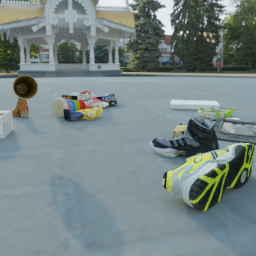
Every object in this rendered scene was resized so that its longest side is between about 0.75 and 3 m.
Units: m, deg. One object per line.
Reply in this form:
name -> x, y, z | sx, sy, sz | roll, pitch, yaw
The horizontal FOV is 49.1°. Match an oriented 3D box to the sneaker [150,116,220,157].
sneaker -> 1.445, 0.204, 7.145 | 1.873, 1.066, 0.707 | 8, 15, 31

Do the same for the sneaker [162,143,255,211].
sneaker -> 1.635, 0.723, 5.329 | 2.393, 0.902, 0.914 | -10, 17, -42

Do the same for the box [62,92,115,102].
box -> -2.379, -1.820, 17.047 | 2.690, 0.536, 1.842 | 5, 14, 19

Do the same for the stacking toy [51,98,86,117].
stacking toy -> -2.615, -0.975, 13.142 | 0.871, 0.871, 2.041 | 6, 8, 25

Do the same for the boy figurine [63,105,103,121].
boy figurine -> -1.804, -0.637, 11.955 | 1.758, 0.566, 1.093 | -11, 14, -33

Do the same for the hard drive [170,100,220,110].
hard drive -> 3.539, -1.238, 15.014 | 2.452, 0.327, 1.617 | 2, 13, 11

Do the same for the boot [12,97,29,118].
boot -> -4.869, -0.995, 12.470 | 1.287, 0.999, 0.493 | 12, 18, 43

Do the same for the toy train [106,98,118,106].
toy train -> -0.899, -1.435, 15.747 | 0.581, 0.435, 1.020 | -8, 12, 7

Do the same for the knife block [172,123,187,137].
knife block -> 1.688, 0.122, 9.048 | 1.181, 0.378, 1.037 | -7, 14, -25

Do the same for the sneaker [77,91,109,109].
sneaker -> -1.810, -1.492, 14.726 | 1.764, 0.945, 0.589 | -6, 14, -24

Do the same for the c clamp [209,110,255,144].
c clamp -> 3.640, -0.097, 9.151 | 2.172, 0.294, 1.855 | 11, 35, 34

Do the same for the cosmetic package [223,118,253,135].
cosmetic package -> 3.838, -0.073, 9.921 | 0.589, 0.362, 1.428 | 1, 13, 1

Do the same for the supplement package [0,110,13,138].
supplement package -> -4.395, -0.138, 9.419 | 0.732, 0.704, 1.286 | -2, 14, -9

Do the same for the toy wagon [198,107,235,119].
toy wagon -> 4.047, -0.681, 12.604 | 1.723, 0.341, 1.337 | -4, 14, -19

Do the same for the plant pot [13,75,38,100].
plant pot -> -3.467, -1.325, 9.301 | 0.778, 0.778, 0.835 | -7, 7, -29
